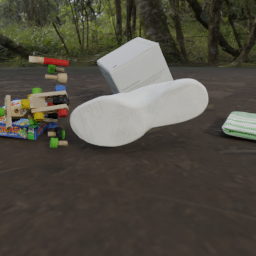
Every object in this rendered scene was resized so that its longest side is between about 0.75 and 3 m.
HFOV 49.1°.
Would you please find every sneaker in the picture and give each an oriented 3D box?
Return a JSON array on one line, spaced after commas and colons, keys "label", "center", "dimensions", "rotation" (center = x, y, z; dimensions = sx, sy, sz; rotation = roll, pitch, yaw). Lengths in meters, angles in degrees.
[{"label": "sneaker", "center": [0.198, -0.408, 5.832], "dimensions": [2.737, 1.030, 1.211], "rotation": [-12, 22, 8]}]

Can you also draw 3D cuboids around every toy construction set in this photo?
[{"label": "toy construction set", "center": [-2.046, -0.629, 5.995], "dimensions": [1.375, 1.789, 1.492], "rotation": [3, 11, -25]}]

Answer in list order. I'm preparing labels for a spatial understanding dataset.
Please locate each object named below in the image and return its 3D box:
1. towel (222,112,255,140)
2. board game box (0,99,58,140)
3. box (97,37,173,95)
[{"label": "towel", "center": [3.516, -0.079, 7.526], "dimensions": [1.736, 0.266, 2.276], "rotation": [10, 19, 25]}, {"label": "board game box", "center": [-2.881, -0.302, 7.760], "dimensions": [1.403, 0.357, 2.073], "rotation": [7, 21, 0]}, {"label": "box", "center": [0.234, -2.113, 10.684], "dimensions": [2.061, 1.766, 2.051], "rotation": [-32, 30, -4]}]
